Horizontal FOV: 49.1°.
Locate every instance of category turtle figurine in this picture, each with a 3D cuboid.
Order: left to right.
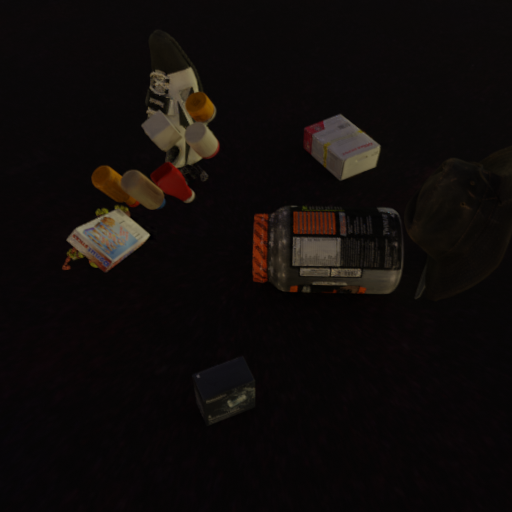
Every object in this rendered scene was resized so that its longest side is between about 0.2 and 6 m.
[{"bbox_3d":[-2.608,-0.270,9.814,1.624,0.523,1.310,-17,45,31],"label":"turtle figurine"}]

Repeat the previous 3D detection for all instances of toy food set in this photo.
[{"bbox_3d":[-1.450,-1.561,9.455,2.367,1.065,1.130,-40,64,4],"label":"toy food set"}]

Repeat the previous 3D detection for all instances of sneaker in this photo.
[{"bbox_3d":[-1.593,-2.741,10.309,1.145,2.586,0.958,-35,41,-23],"label":"sneaker"}]

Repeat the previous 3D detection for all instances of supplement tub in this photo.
[{"bbox_3d":[1.129,-0.102,9.248,2.342,1.435,1.435,2,47,2],"label":"supplement tub"}]

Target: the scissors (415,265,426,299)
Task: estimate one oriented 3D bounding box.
[{"bbox_3d":[3.167,-0.035,10.098,0.817,0.156,2.233,36,57,26],"label":"scissors"}]

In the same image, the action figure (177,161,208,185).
[{"bbox_3d":[-1.352,-1.638,11.331,0.615,0.528,1.035,-31,11,5],"label":"action figure"}]

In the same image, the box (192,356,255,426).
[{"bbox_3d":[-0.442,1.892,7.816,0.758,0.771,0.453,-18,49,-16],"label":"box"}]

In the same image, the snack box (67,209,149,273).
[{"bbox_3d":[-2.173,-0.286,8.491,0.696,0.235,1.936,42,12,-6],"label":"snack box"}]

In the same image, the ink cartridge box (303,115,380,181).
[{"bbox_3d":[1.793,-2.311,11.914,0.996,0.573,1.373,-24,51,-21],"label":"ink cartridge box"}]

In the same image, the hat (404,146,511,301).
[{"bbox_3d":[2.906,-0.690,8.466,1.071,2.654,2.654,27,48,-7],"label":"hat"}]
